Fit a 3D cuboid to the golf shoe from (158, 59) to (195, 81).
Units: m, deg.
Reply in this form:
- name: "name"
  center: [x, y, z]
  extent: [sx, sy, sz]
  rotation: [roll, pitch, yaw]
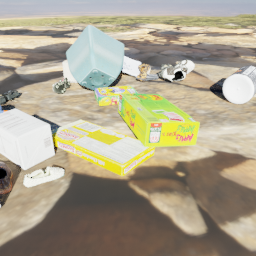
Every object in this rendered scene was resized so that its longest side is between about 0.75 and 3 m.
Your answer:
- name: "golf shoe"
  center: [2.469, -2.574, 13.108]
  extent: [2.163, 0.841, 1.022]
  rotation: [-20, 49, -29]

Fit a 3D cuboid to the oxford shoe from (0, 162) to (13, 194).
- name: "oxford shoe"
  center: [-2.783, 0.987, 6.222]
  extent: [0.385, 0.394, 1.080]
  rotation: [-14, 30, -25]

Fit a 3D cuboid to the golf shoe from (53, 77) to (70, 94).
- name: "golf shoe"
  center: [-2.874, -1.691, 11.646]
  extent: [0.570, 0.500, 1.295]
  rotation: [-14, 20, 16]

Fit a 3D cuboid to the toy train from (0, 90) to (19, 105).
- name: "toy train"
  center: [-4.835, -0.966, 10.177]
  extent: [0.487, 0.363, 2.126]
  rotation: [7, 27, 20]

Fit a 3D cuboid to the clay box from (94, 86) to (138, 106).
- name: "clay box"
  center: [-0.348, -1.263, 10.702]
  extent: [1.734, 0.413, 0.996]
  rotation: [-8, 28, -14]

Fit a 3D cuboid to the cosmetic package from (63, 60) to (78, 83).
- name: "cosmetic package"
  center: [-2.334, -2.895, 13.358]
  extent: [0.831, 0.984, 1.904]
  rotation: [5, 25, 9]

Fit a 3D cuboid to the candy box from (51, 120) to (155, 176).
- name: "candy box"
  center: [-0.782, 0.410, 7.381]
  extent: [2.692, 0.356, 1.376]
  rotation: [19, 30, 33]

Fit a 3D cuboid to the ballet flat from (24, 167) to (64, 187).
- name: "ballet flat"
  center: [-1.845, 1.040, 6.224]
  extent: [0.942, 0.338, 0.338]
  rotation: [-18, 31, -32]

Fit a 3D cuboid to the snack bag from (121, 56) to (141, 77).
- name: "snack bag"
  center: [-0.554, -3.477, 14.230]
  extent: [2.756, 0.295, 2.599]
  rotation: [21, 27, -7]

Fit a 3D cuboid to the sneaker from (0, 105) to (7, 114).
- name: "sneaker"
  center: [-4.123, -0.302, 8.437]
  extent: [0.826, 0.793, 2.105]
  rotation: [-29, 36, -36]

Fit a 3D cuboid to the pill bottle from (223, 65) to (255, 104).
- name: "pill bottle"
  center: [4.568, -1.766, 10.897]
  extent: [1.150, 1.150, 2.165]
  rotation: [17, 30, 31]

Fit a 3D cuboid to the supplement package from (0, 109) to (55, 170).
- name: "supplement package"
  center: [-2.767, 0.220, 7.157]
  extent: [1.621, 0.922, 0.888]
  rotation: [22, 35, 36]

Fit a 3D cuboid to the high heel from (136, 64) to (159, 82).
- name: "high heel"
  center: [0.584, -2.689, 13.341]
  extent: [1.134, 0.568, 1.591]
  rotation: [-8, 36, -30]

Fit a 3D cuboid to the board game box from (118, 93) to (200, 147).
- name: "board game box"
  center: [0.732, -0.335, 8.186]
  extent: [1.425, 0.668, 2.805]
  rotation: [0, 22, -16]

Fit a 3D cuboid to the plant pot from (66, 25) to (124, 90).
- name: "plant pot"
  center: [-1.293, -2.561, 11.351]
  extent: [1.830, 1.825, 1.864]
  rotation: [20, 49, -36]
